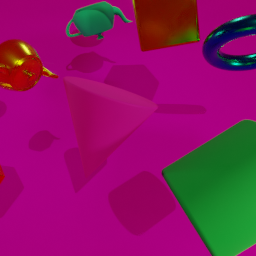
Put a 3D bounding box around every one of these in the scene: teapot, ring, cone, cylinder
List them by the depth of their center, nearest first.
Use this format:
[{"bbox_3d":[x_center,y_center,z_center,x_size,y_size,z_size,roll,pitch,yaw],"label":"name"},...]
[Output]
[{"bbox_3d":[1.122,0.661,3.051,1.124,1.124,1.124,-32,53,1],"label":"cylinder"},{"bbox_3d":[-0.358,0.100,3.404,1.142,1.146,1.142,17,13,-4],"label":"cone"},{"bbox_3d":[-1.438,-0.799,3.793,0.562,0.714,1.149,33,19,21],"label":"teapot"},{"bbox_3d":[2.270,-1.549,5.293,1.691,1.691,0.338,2,75,2],"label":"ring"},{"bbox_3d":[-0.847,-2.980,7.858,1.897,0.929,1.179,-17,24,1],"label":"teapot"}]

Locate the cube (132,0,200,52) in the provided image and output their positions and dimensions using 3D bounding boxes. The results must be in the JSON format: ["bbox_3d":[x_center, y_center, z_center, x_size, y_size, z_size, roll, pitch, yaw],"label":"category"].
[{"bbox_3d":[0.852,-2.502,6.160,1.251,1.251,1.251,-7,24,12],"label":"cube"}]

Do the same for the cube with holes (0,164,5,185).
[{"bbox_3d":[-2.751,0.828,4.611,0.890,0.890,0.890,38,99,47],"label":"cube with holes"}]
